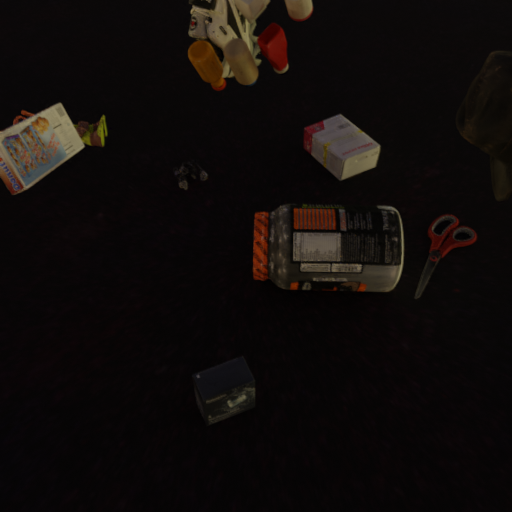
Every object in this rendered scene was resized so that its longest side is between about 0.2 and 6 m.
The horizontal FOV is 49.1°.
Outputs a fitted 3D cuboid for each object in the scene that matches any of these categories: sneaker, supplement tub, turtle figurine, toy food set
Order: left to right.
[{"bbox_3d":[-2.984,-1.872,8.503,1.310,0.523,1.624,1,19,-8],"label":"turtle figurine"},{"bbox_3d":[-0.688,-4.260,9.547,1.145,2.586,0.958,-35,41,-23],"label":"sneaker"},{"bbox_3d":[0.096,-3.669,9.210,1.130,1.065,2.367,40,89,18],"label":"toy food set"},{"bbox_3d":[1.135,-0.136,9.281,2.342,1.435,1.435,2,47,2],"label":"supplement tub"}]

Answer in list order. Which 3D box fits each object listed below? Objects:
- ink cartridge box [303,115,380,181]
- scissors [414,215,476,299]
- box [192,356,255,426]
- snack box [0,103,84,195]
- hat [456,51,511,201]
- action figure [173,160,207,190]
[{"bbox_3d":[1.793,-2.312,11.915,0.996,0.573,1.373,-24,51,-21],"label":"ink cartridge box"},{"bbox_3d":[3.167,-0.035,10.100,0.817,0.156,2.233,36,57,26],"label":"scissors"},{"bbox_3d":[-0.442,1.893,7.819,0.758,0.771,0.453,-18,49,-16],"label":"box"},{"bbox_3d":[-2.816,-1.446,7.271,0.235,0.696,1.936,-18,23,13],"label":"snack box"},{"bbox_3d":[3.568,-2.202,8.174,1.071,2.654,2.654,16,48,1],"label":"hat"},{"bbox_3d":[-1.361,-1.646,11.335,0.615,0.528,1.035,-32,7,7],"label":"action figure"}]
